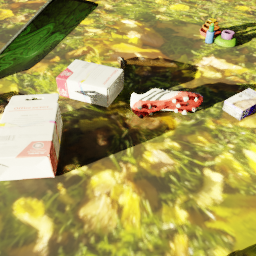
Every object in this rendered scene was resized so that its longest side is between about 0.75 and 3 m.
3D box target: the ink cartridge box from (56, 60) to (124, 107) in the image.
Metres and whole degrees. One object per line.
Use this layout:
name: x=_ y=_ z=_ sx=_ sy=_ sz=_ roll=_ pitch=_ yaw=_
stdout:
ink cartridge box: x=-1.302 y=-1.618 z=9.957 sx=1.960 sy=0.839 sz=1.446 roll=16 pitch=43 yaw=16

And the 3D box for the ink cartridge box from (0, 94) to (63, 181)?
ink cartridge box: x=-2.710 y=0.131 z=7.853 sx=1.547 sy=0.896 sz=2.656 roll=-3 pitch=42 yaw=-3

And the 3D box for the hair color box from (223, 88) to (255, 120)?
hair color box: x=3.897 y=-0.816 z=9.348 sx=1.310 sy=0.424 sz=0.716 roll=-27 pitch=48 yaw=-25

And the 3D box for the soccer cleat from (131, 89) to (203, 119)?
soccer cleat: x=1.241 y=-0.937 z=9.210 sx=2.387 sy=0.819 sz=1.017 roll=-9 pitch=45 yaw=-4

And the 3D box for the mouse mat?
mouse mat: x=-1.749 y=-1.791 z=5.757 sx=2.402 sy=0.112 sz=2.986 roll=-36 pitch=12 yaw=18

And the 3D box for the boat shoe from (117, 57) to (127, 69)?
boat shoe: x=-0.188 y=-2.757 z=11.716 sx=0.327 sy=0.326 sz=0.883 roll=-6 pitch=40 yaw=-16

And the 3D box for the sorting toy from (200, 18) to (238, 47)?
sorting toy: x=4.350 y=-4.697 z=13.555 sx=1.293 sy=0.883 sz=2.151 roll=-24 pitch=46 yaw=-26
